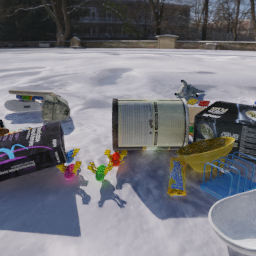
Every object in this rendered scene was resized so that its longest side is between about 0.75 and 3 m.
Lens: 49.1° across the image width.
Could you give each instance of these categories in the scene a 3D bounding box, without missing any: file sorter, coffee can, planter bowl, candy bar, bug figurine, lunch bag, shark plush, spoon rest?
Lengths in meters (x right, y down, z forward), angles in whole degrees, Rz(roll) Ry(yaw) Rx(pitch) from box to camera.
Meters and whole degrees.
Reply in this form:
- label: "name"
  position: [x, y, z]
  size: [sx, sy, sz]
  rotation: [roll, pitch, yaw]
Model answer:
- label: "file sorter"
  position: [2.527, 1.139, 6.831]
  size: [1.216, 0.746, 0.844]
  rotation: [-13, 25, -33]
- label: "coffee can"
  position: [0.645, -0.115, 8.874]
  size: [2.271, 1.662, 1.662]
  rotation: [0, 20, -1]
- label: "planter bowl"
  position: [2.158, 0.785, 7.618]
  size: [1.596, 0.665, 1.596]
  rotation: [-16, 5, 1]
- label: "candy bar"
  position: [1.305, 1.233, 7.351]
  size: [0.487, 0.216, 1.953]
  rotation: [4, 20, 10]
- label: "bug figurine"
  position: [-1.047, 0.966, 7.651]
  size: [1.976, 0.508, 1.532]
  rotation: [3, 21, 8]
- label: "lunch bag"
  position: [-3.110, -0.878, 12.155]
  size: [1.137, 0.945, 1.356]
  rotation: [7, 17, -21]
- label: "shark plush"
  position: [3.571, -1.960, 15.951]
  size: [2.208, 1.003, 0.919]
  rotation: [8, 29, -47]
- label: "spoon rest"
  position: [2.823, 1.591, 5.454]
  size: [2.829, 0.858, 1.406]
  rotation: [-10, 23, -28]

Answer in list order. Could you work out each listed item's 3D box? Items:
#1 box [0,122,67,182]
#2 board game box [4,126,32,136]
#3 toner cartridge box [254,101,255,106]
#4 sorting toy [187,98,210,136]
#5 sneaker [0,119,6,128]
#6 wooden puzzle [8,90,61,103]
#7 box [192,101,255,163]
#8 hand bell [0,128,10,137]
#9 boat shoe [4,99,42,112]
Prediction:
- label: "box"
  position: [-3.210, 0.700, 7.636]
  size: [2.965, 0.535, 2.120]
  rotation: [-14, 22, -11]
- label: "board game box"
  position: [-3.966, 0.237, 10.051]
  size: [0.767, 0.210, 1.215]
  rotation: [17, 26, 41]
- label: "toner cartridge box"
  position: [6.112, -0.522, 11.629]
  size: [1.206, 0.548, 2.539]
  rotation: [3, 20, 12]
- label: "sorting toy"
  position: [2.529, -0.435, 11.202]
  size: [1.122, 0.394, 2.327]
  rotation: [5, 39, 28]
- label: "sneaker"
  position: [-4.768, -0.031, 10.520]
  size: [0.380, 0.413, 1.031]
  rotation: [-12, 25, -33]
- label: "wooden puzzle"
  position: [-4.548, -1.525, 13.928]
  size: [2.003, 0.501, 2.162]
  rotation: [3, 2, 0]
- label: "box"
  position: [3.805, 0.066, 9.106]
  size: [2.732, 1.176, 2.237]
  rotation: [14, 25, 32]
- label: "hand bell"
  position: [-4.812, 0.275, 8.968]
  size: [1.076, 1.076, 2.066]
  rotation: [15, 19, 34]
- label: "boat shoe"
  position: [-4.925, -1.094, 13.192]
  size: [1.633, 0.587, 0.536]
  rotation: [-4, 16, -14]
